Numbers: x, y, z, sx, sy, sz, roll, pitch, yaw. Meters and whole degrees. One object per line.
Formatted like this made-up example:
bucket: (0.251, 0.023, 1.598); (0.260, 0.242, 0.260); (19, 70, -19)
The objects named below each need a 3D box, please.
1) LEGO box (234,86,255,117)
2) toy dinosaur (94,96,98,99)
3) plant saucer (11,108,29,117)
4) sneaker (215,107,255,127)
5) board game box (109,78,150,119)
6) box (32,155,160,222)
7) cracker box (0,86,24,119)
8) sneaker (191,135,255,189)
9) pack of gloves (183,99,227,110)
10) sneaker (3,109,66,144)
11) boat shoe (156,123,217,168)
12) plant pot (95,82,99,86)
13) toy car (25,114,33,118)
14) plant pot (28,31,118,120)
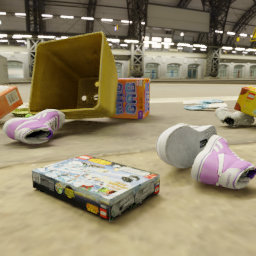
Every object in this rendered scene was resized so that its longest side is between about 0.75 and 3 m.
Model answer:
LEGO box: (5.147, -0.737, 9.934); (2.203, 0.850, 1.640); (27, 23, 29)
toy dinosaur: (-0.649, -1.263, 14.612); (2.478, 0.954, 1.268); (-8, -1, -6)
plant saucer: (-4.730, -0.717, 12.867); (1.255, 0.195, 1.255); (1, 14, 0)
sneaker: (3.936, -0.260, 10.194); (1.528, 0.578, 0.703); (9, 40, -9)
board game box: (0.035, -1.364, 12.453); (1.667, 1.665, 1.666); (3, 12, 13)
box: (-0.542, 0.872, 4.582); (1.776, 0.354, 1.216); (9, 14, 39)
cracker box: (-5.911, -0.925, 10.905); (2.925, 0.844, 1.959); (5, 33, 25)
sneaker: (1.884, 0.670, 5.244); (0.991, 0.630, 1.737); (12, 23, 25)
pack of gloves: (4.088, -1.132, 15.070); (2.198, 0.434, 1.847); (-3, 19, 13)
sneaker: (-2.393, 0.029, 8.230); (1.182, 0.752, 2.074); (15, 24, 31)
boat shoe: (1.198, 0.288, 6.266); (0.823, 0.901, 2.505); (2, 9, 37)
plant pot: (-2.062, -3.960, 24.557); (2.372, 2.372, 2.232); (-5, 28, -23)
toy car: (-3.641, -0.430, 10.590); (1.062, 0.252, 1.129); (-14, 34, 42)
plant pot: (-1.715, -1.576, 10.538); (2.744, 2.744, 2.420); (-3, -14, 20)
